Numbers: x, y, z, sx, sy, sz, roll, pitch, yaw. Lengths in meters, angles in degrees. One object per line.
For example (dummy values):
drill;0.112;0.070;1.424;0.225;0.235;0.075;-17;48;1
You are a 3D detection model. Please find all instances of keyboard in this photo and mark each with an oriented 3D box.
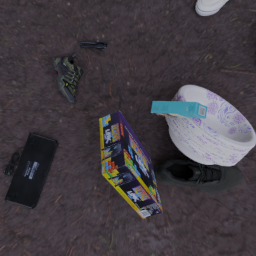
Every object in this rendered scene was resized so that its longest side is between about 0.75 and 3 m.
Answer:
keyboard;-3.425;1.382;9.547;1.444;0.309;2.405;18;78;-3

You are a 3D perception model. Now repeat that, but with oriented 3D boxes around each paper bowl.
paper bowl;2.426;0.031;8.811;2.779;2.779;1.445;38;123;7

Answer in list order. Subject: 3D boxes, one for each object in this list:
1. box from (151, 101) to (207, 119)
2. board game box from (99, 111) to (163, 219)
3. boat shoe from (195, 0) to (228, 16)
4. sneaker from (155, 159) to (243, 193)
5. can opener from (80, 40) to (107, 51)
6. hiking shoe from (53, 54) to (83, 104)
box;1.339;-0.490;7.473;1.397;0.575;0.343;6;86;43
board game box;0.096;1.075;8.014;0.709;2.500;2.066;-22;42;13
boat shoe;3.667;-5.227;10.595;2.527;0.882;0.896;-32;80;-6
sneaker;2.340;1.526;9.005;2.839;1.289;1.078;2;78;-1
can opener;-1.291;-3.119;10.454;1.084;0.426;0.344;10;87;11
hiking shoe;-2.022;-1.794;9.978;0.935;0.703;1.857;-18;78;0
